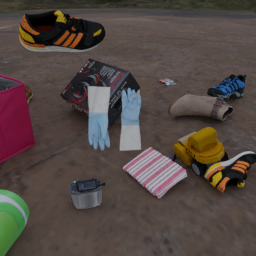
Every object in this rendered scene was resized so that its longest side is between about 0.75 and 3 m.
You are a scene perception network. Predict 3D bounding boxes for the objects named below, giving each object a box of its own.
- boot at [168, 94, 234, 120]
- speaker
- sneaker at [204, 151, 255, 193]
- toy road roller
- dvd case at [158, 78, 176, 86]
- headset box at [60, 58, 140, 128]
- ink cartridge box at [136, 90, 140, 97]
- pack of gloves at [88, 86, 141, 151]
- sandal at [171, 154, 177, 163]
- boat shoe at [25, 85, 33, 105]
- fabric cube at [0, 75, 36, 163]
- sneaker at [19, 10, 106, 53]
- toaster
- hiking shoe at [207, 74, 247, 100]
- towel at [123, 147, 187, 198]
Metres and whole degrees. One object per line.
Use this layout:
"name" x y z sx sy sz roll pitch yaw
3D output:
"boot" 3.240 -0.816 12.013 2.575 0.905 1.883 -26 41 -36
"speaker" -3.201 2.575 5.628 1.266 1.266 2.863 7 30 12
"sneaker" 3.302 1.375 8.463 2.007 0.702 0.903 -14 48 -24
"toy road roller" 2.284 0.516 8.976 1.121 1.332 1.824 -25 33 -12
"dvd case" 2.238 -2.636 15.992 0.648 0.098 0.888 -16 32 -25
"headset box" -1.113 -1.521 11.926 3.000 1.125 2.229 28 77 39
"ink cartridge box" -0.760 -1.622 13.482 1.390 0.800 2.400 -26 38 -37
"pack of gloves" -0.295 -0.219 6.988 1.366 1.627 0.321 -1 3 -13
"sandal" 1.461 1.205 9.012 0.194 0.344 0.905 10 41 14
"boat shoe" -5.138 -1.710 13.715 0.768 0.720 2.132 -5 30 -9
"fabric cube" -4.974 -0.316 9.568 2.371 2.409 2.417 18 34 30
"sneaker" -1.807 -2.915 8.277 2.673 1.203 0.935 -12 76 -24
"toaster" -1.090 1.780 7.634 0.999 0.645 0.568 -8 31 -12
"hiking shoe" 4.736 -2.040 13.514 2.646 1.147 0.984 -12 28 -41
"towel" 0.800 1.338 8.682 1.265 0.259 1.729 -32 40 -24
